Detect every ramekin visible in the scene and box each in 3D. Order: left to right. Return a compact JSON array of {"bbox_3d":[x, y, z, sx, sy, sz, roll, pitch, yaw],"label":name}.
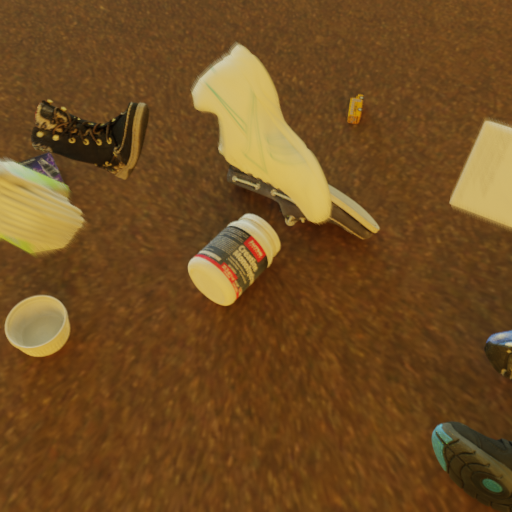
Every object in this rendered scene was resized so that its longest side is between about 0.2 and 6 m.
[{"bbox_3d":[-3.758,1.260,9.749,1.032,0.541,1.032,0,55,0],"label":"ramekin"}]

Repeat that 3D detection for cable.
[{"bbox_3d":[-3.230,-0.725,7.096,2.069,2.070,0.717,21,85,38],"label":"cable"}]

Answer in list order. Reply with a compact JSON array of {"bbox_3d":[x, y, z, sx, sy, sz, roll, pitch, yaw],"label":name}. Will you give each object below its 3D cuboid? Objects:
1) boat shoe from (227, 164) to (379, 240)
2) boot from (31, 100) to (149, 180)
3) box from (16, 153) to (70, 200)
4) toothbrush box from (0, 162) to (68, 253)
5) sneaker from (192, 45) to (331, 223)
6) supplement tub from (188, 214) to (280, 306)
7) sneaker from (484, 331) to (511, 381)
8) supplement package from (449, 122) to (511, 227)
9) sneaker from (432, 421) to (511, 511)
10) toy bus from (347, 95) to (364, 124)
[{"bbox_3d":[0.866,-1.159,11.364,3.413,1.240,1.070,35,105,15],"label":"boat shoe"},{"bbox_3d":[-2.398,-1.789,8.076,1.507,2.002,0.732,16,76,-17],"label":"boot"},{"bbox_3d":[-4.447,-1.562,11.697,0.757,0.534,1.024,-24,59,-15],"label":"box"},{"bbox_3d":[-3.820,-0.817,9.108,1.479,1.077,0.637,22,20,27],"label":"toothbrush box"},{"bbox_3d":[0.110,-1.656,8.802,1.210,3.021,1.062,-37,21,-4],"label":"sneaker"},{"bbox_3d":[-0.389,0.058,10.247,1.072,1.072,1.528,34,62,21],"label":"supplement tub"},{"bbox_3d":[5.115,1.287,9.529,2.897,1.138,1.292,-8,47,-14],"label":"sneaker"},{"bbox_3d":[3.377,-0.822,6.662,1.730,1.049,1.036,24,19,18],"label":"supplement package"},{"bbox_3d":[3.911,3.214,8.224,2.777,1.017,1.138,33,56,10],"label":"sneaker"},{"bbox_3d":[2.346,-3.463,13.183,0.304,0.253,0.777,8,56,7],"label":"toy bus"}]
